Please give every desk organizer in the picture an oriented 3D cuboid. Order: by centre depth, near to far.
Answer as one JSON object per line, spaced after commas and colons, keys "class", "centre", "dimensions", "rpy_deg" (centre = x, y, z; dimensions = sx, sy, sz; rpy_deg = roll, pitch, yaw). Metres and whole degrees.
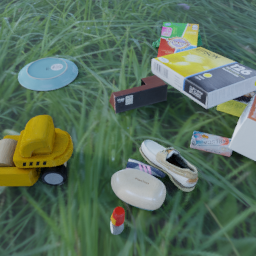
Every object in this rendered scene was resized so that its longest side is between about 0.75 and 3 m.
{"class": "desk organizer", "centre": [0.368, -1.337, 10.774], "dimensions": [2.157, 0.773, 0.830], "rpy_deg": [-16, 44, -16]}

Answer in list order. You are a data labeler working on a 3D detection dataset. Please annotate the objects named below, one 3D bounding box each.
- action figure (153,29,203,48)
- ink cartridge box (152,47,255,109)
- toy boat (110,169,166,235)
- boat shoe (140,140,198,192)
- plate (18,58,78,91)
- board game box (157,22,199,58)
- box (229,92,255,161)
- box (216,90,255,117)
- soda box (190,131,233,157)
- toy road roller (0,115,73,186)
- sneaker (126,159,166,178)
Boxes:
{"class": "action figure", "centre": [2.394, -4.270, 13.889], "dimensions": [2.356, 0.644, 1.392], "rpy_deg": [-4, 45, 6]}
{"class": "ink cartridge box", "centre": [2.827, -1.929, 9.361], "dimensions": [2.989, 0.702, 2.953], "rpy_deg": [-21, 38, -20]}
{"class": "toy boat", "centre": [0.069, 1.919, 7.461], "dimensions": [1.565, 0.865, 1.862], "rpy_deg": [24, 41, 17]}
{"class": "boat shoe", "centre": [1.234, 0.925, 8.372], "dimensions": [0.793, 0.726, 2.122], "rpy_deg": [-25, 50, -38]}
{"class": "plate", "centre": [-3.517, -2.518, 12.299], "dimensions": [2.606, 0.333, 2.606], "rpy_deg": [-1, 43, 1]}
{"class": "board game box", "centre": [2.347, -3.901, 13.047], "dimensions": [1.713, 0.452, 2.239], "rpy_deg": [7, 65, 9]}
{"class": "box", "centre": [4.733, 0.283, 8.345], "dimensions": [2.760, 1.345, 1.717], "rpy_deg": [27, 47, 14]}
{"class": "box", "centre": [4.814, -0.739, 10.181], "dimensions": [2.864, 0.718, 1.078], "rpy_deg": [21, 48, 19]}
{"class": "soda box", "centre": [2.722, 0.507, 9.080], "dimensions": [1.306, 0.447, 0.415], "rpy_deg": [12, 45, 12]}
{"class": "toy road roller", "centre": [-2.821, 0.576, 8.044], "dimensions": [2.442, 1.782, 1.500], "rpy_deg": [-2, 44, -2]}
{"class": "sneaker", "centre": [0.508, 1.333, 8.360], "dimensions": [1.195, 0.419, 0.490], "rpy_deg": [20, 77, 12]}
